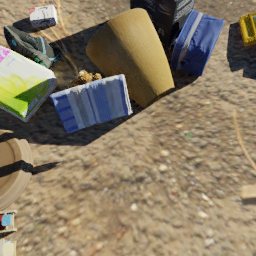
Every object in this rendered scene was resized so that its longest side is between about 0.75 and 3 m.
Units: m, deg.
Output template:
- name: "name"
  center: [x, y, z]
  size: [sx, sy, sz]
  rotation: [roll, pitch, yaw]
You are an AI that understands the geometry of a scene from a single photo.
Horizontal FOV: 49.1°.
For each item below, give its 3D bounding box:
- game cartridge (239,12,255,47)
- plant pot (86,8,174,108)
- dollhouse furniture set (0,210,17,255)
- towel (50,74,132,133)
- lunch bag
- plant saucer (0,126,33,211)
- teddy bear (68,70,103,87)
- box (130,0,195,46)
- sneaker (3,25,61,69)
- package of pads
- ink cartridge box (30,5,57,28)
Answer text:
- name: "game cartridge"
  center: [5.099, -3.843, 10.399]
  size: [1.709, 0.277, 1.506]
  rotation: [-10, 56, 21]
- name: "plant pot"
  center: [0.325, -2.029, 9.075]
  size: [2.356, 2.356, 2.528]
  rotation: [-33, 85, -14]
- name: "dollhouse furniture set"
  center: [-3.527, 2.817, 7.379]
  size: [0.871, 0.876, 1.243]
  rotation: [-7, 66, -3]
- name: "towel"
  center: [-0.913, -0.614, 7.532]
  size: [1.987, 1.459, 0.237]
  rotation: [-17, 49, -6]
- name: "lunch bag"
  center: [2.263, -2.895, 9.737]
  size: [1.389, 1.426, 2.099]
  rotation: [24, 69, 11]
- name: "plant saucer"
  center: [-4.340, 1.185, 8.406]
  size: [2.885, 0.425, 2.885]
  rotation: [0, 65, 1]
- name: "teddy bear"
  center: [-1.145, -1.320, 8.364]
  size: [0.963, 1.329, 0.444]
  rotation: [-31, 71, 12]
- name: "box"
  center: [1.194, -4.546, 10.112]
  size: [1.247, 2.123, 2.088]
  rotation: [-42, 72, -17]
- name: "sneaker"
  center: [-3.529, -2.990, 10.210]
  size: [2.359, 0.864, 0.966]
  rotation: [39, 58, 9]
- name: "package of pads"
  center: [-3.836, -1.531, 9.434]
  size: [2.428, 0.828, 1.876]
  rotation: [28, 69, 11]
- name: "ink cartridge box"
  center: [-3.321, -4.391, 10.996]
  size: [0.958, 0.397, 0.703]
  rotation: [-10, 65, -4]
